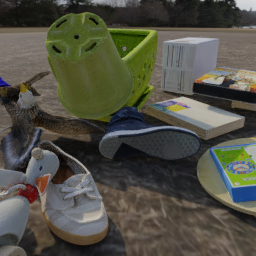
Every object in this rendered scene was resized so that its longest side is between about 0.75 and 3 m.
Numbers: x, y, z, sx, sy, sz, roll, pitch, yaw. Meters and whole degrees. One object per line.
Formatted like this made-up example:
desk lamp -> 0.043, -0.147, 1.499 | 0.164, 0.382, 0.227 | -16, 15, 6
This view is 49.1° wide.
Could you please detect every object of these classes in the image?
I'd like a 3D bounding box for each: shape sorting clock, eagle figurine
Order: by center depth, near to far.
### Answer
shape sorting clock -> 2.761, 0.886, 5.640 | 2.656, 0.521, 2.656 | -7, 21, 3
eagle figurine -> -2.303, -0.169, 6.975 | 2.868, 2.176, 2.164 | 45, 2, 23

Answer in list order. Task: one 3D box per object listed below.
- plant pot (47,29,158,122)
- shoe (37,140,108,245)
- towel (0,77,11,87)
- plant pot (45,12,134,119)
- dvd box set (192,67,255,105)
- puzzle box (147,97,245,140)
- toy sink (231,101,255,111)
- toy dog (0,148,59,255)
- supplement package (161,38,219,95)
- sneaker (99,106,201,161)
plant pot -> -0.578, -1.609, 8.851 | 2.569, 2.331, 2.556 | 11, 40, 22
shoe -> -1.178, 1.022, 5.077 | 0.952, 0.726, 2.722 | -13, 26, -28
towel -> -6.019, -1.827, 11.979 | 1.667, 0.559, 2.258 | -15, 27, -33
plant pot -> -0.686, -1.086, 4.673 | 1.451, 1.334, 1.451 | -3, 65, 6
dvd box set -> 3.768, -1.597, 9.916 | 2.113, 0.425, 2.889 | 16, 29, 29
puzzle box -> 2.063, -0.406, 8.932 | 1.745, 0.333, 2.622 | -15, 27, -31
toy sink -> 4.134, -1.085, 10.139 | 1.160, 0.650, 0.756 | 14, 27, 25
toy dog -> -1.788, 1.051, 3.972 | 1.496, 1.092, 2.268 | -9, 41, 0
supplement package -> 2.774, -2.835, 12.380 | 1.483, 2.083, 2.675 | 15, 27, 31
sneaker -> 0.576, 0.054, 7.124 | 2.366, 0.900, 1.710 | 1, 26, 6
